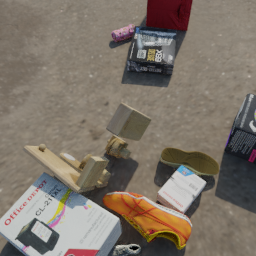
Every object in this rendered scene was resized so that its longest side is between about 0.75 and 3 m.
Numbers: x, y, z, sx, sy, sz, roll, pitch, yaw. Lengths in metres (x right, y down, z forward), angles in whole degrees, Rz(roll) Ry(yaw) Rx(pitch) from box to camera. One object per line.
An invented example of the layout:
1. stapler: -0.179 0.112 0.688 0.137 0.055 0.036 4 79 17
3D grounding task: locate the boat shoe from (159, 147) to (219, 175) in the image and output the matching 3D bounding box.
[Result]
1. boat shoe: 1.972 1.128 9.074 1.896 0.597 0.692 12 65 1

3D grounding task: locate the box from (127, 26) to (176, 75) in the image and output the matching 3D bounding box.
1. box: 1.086 -3.447 12.339 1.952 0.616 2.475 8 54 5

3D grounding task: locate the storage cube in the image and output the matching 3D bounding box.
1. storage cube: 2.058 -6.227 13.538 2.097 1.994 2.333 9 54 8

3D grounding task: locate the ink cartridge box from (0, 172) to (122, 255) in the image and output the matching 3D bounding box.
1. ink cartridge box: -1.801 2.701 7.421 2.661 1.102 1.939 25 57 22

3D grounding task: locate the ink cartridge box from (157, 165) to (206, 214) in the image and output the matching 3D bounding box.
1. ink cartridge box: 1.606 1.899 8.471 0.915 0.537 1.250 36 62 23

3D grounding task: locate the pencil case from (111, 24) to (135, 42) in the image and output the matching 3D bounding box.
1. pencil case: -0.198 -4.474 13.191 1.179 0.488 0.510 -28 57 -18

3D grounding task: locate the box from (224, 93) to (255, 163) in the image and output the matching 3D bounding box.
1. box: 4.827 0.293 9.077 2.747 1.457 1.679 22 57 14

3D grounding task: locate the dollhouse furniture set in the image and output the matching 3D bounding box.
1. dollhouse furniture set: -1.090 0.175 8.553 2.108 2.460 2.587 32 95 20

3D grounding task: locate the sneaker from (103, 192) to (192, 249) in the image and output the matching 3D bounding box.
1. sneaker: 0.439 2.517 7.783 2.635 0.962 1.017 19 60 15

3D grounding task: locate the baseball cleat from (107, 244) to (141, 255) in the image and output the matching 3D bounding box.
1. baseball cleat: -0.134 3.260 7.498 0.943 0.502 0.329 -11 59 -6
